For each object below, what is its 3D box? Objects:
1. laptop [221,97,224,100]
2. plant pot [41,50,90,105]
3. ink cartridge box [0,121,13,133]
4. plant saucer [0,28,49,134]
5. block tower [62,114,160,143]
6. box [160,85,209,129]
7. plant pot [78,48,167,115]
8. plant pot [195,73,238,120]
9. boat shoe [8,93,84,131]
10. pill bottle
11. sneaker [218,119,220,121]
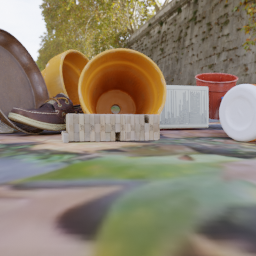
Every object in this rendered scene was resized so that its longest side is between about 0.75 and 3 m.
[{"bbox_3d":[3.655,-0.639,7.329,1.695,1.049,1.810,-17,0,2],"label":"laptop"},{"bbox_3d":[-2.214,-1.005,8.947,2.146,2.344,2.344,-15,-3,24],"label":"plant pot"},{"bbox_3d":[-4.028,-0.541,7.002,2.077,1.301,1.335,3,4,38],"label":"ink cartridge box"},{"bbox_3d":[-2.643,-1.002,6.460,0.434,2.523,2.523,-18,0,12],"label":"plant saucer"},{"bbox_3d":[-0.287,-0.020,5.175,1.815,0.525,0.490,-2,4,-16],"label":"block tower"},{"bbox_3d":[1.268,-0.580,8.171,1.895,1.211,1.032,-1,1,-17],"label":"box"},{"bbox_3d":[-0.199,-0.623,6.522,1.828,1.828,1.674,0,-12,-8],"label":"plant pot"},{"bbox_3d":[2.733,-0.996,8.868,1.279,1.244,1.279,-1,23,0],"label":"plant pot"},{"bbox_3d":[-1.690,-0.405,6.634,0.882,0.880,2.444,12,4,32],"label":"boat shoe"},{"bbox_3d":[2.728,-0.290,5.290,1.817,1.019,1.019,-3,4,-28],"label":"pill bottle"},{"bbox_3d":[4.803,-0.550,12.944,0.736,0.795,1.972,29,-3,-12],"label":"sneaker"}]
